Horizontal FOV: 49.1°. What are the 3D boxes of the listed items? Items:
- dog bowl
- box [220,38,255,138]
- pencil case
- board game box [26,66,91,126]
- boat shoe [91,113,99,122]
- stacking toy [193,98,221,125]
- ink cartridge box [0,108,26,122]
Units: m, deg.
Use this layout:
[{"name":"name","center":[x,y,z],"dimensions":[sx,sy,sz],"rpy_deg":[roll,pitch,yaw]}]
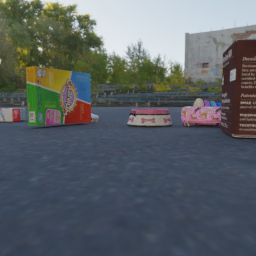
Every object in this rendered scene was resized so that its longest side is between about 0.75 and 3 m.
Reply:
[{"name":"dog bowl","center":[0.877,-0.439,11.363],"dimensions":[1.831,0.675,1.831],"rpy_deg":[0,6,0]},{"name":"box","center":[3.920,-1.078,8.063],"dimensions":[2.108,2.567,2.130],"rpy_deg":[1,5,10]},{"name":"pencil case","center":[3.025,-0.433,10.702],"dimensions":[1.915,0.828,0.793],"rpy_deg":[1,-16,23]},{"name":"board game box","center":[-2.649,-1.219,11.171],"dimensions":[0.565,2.145,2.803],"rpy_deg":[2,5,36]},{"name":"boat shoe","center":[-1.879,-0.476,13.503],"dimensions":[0.402,0.422,1.173],"rpy_deg":[-4,16,-40]},{"name":"stacking toy","center":[4.068,-0.566,11.777],"dimensions":[2.557,1.092,1.092],"rpy_deg":[6,5,-1]},{"name":"ink cartridge box","center":[-5.904,-0.641,13.646],"dimensions":[1.534,0.635,1.118],"rpy_deg":[-1,5,-8]}]
